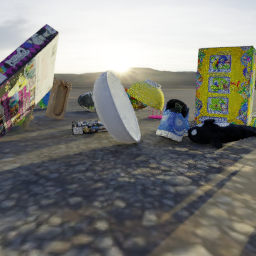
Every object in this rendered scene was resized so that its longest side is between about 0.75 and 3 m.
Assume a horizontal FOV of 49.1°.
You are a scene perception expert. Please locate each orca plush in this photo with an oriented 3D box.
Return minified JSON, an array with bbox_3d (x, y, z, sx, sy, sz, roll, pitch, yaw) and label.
[{"bbox_3d":[2.571,0.341,7.543,1.994,0.709,1.049,8,-33,16],"label":"orca plush"}]

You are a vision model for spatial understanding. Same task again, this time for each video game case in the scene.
[{"bbox_3d":[-3.015,-1.211,7.975,0.506,2.562,2.827,35,-29,-2],"label":"video game case"}]

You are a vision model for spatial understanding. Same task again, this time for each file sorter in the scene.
[{"bbox_3d":[1.449,-0.741,13.070,0.865,0.543,0.601,6,11,30],"label":"file sorter"}]

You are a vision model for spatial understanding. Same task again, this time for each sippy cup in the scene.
[{"bbox_3d":[-4.520,-1.768,17.150,1.687,1.325,1.236,9,0,0],"label":"sippy cup"}]

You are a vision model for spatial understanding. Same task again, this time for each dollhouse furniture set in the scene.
[{"bbox_3d":[-3.195,-1.017,11.331,2.243,2.134,1.828,11,6,-42],"label":"dollhouse furniture set"}]

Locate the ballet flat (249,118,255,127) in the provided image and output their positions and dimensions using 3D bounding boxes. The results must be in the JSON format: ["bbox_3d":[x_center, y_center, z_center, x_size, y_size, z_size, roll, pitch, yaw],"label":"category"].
[{"bbox_3d":[4.705,-0.188,9.619,0.674,0.676,2.018,9,14,42],"label":"ballet flat"}]

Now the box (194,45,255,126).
[{"bbox_3d":[3.840,-1.519,10.756,1.819,2.872,2.982,5,11,26],"label":"box"}]

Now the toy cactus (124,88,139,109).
[{"bbox_3d":[-0.246,-1.212,13.767,2.278,1.165,1.880,-11,-14,33],"label":"toy cactus"}]

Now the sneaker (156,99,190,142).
[{"bbox_3d":[1.559,-0.320,8.641,0.958,1.088,2.440,19,13,11],"label":"sneaker"}]

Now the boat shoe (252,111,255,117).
[{"bbox_3d":[5.948,-0.707,13.532,0.907,0.311,0.326,2,10,9],"label":"boat shoe"}]

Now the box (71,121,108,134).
[{"bbox_3d":[-1.368,-0.046,9.899,1.213,0.304,1.222,-2,10,-13],"label":"box"}]

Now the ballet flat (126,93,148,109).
[{"bbox_3d":[0.480,-1.666,17.531,1.058,0.992,2.926,18,4,-21],"label":"ballet flat"}]

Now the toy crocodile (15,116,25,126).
[{"bbox_3d":[-4.836,-0.167,9.095,2.880,0.889,0.972,-2,-26,-40],"label":"toy crocodile"}]

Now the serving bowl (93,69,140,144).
[{"bbox_3d":[-0.405,-0.514,8.000,0.725,2.205,2.205,-22,6,13],"label":"serving bowl"}]

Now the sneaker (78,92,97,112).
[{"bbox_3d":[-2.009,-1.393,15.944,1.180,1.039,2.790,-1,-1,32],"label":"sneaker"}]

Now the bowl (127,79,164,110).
[{"bbox_3d":[0.911,-1.579,12.180,1.750,0.942,1.750,26,12,-6],"label":"bowl"}]
